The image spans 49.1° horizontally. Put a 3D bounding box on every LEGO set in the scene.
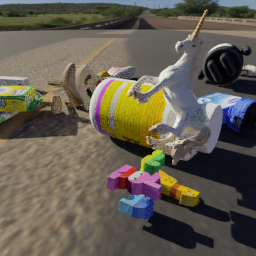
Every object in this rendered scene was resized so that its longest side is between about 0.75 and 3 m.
[{"bbox_3d":[0.641,0.864,4.356,0.883,0.821,2.153,17,22,28],"label":"LEGO set"}]

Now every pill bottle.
[{"bbox_3d":[0.579,-0.258,6.154,2.691,1.403,1.403,14,27,31],"label":"pill bottle"}]

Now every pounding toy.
[{"bbox_3d":[-1.529,-1.410,8.897,1.399,1.395,2.440,16,27,33],"label":"pounding toy"}]

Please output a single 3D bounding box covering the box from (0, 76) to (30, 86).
[{"bbox_3d":[-4.974,-1.782,11.009,2.218,0.429,0.460,5,23,11],"label":"box"}]

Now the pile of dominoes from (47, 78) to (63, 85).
[{"bbox_3d":[-2.840,-1.869,11.711,1.011,0.161,0.788,9,23,0],"label":"pile of dominoes"}]

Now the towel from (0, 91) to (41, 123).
[{"bbox_3d":[-4.106,-0.725,8.570,1.912,0.393,2.563,4,23,12],"label":"towel"}]

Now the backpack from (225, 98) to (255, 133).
[{"bbox_3d":[2.831,-0.358,6.934,0.645,0.793,0.666,-9,32,-36],"label":"backpack"}]

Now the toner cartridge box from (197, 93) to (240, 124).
[{"bbox_3d":[2.245,-0.477,7.834,2.288,0.494,1.087,-18,29,-35],"label":"toner cartridge box"}]

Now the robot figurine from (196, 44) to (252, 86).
[{"bbox_3d":[3.949,-2.685,11.640,1.911,1.587,2.543,14,26,17],"label":"robot figurine"}]

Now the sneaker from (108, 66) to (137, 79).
[{"bbox_3d":[-0.307,-2.505,12.570,1.432,0.539,0.749,-25,38,-37],"label":"sneaker"}]

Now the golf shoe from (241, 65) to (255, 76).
[{"bbox_3d":[5.411,-2.644,13.138,1.415,0.546,0.623,21,52,43],"label":"golf shoe"}]

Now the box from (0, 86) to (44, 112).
[{"bbox_3d":[-3.642,-0.864,8.132,2.192,0.530,1.286,1,21,-7],"label":"box"}]

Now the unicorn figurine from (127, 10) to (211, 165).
[{"bbox_3d":[0.759,-0.574,4.503,1.404,2.044,0.755,-23,14,-11],"label":"unicorn figurine"}]
